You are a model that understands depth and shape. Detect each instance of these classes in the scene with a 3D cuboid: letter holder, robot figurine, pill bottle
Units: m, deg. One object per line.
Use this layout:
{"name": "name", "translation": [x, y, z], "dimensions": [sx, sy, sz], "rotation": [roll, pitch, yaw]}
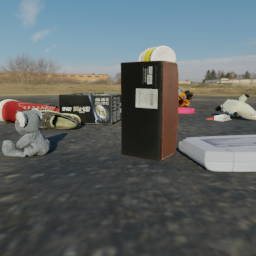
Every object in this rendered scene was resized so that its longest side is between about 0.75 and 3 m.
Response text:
{"name": "letter holder", "translation": [0.703, -0.489, 6.984], "dimensions": [1.111, 2.208, 1.570], "rotation": [6, 11, 33]}
{"name": "robot figurine", "translation": [2.739, -1.727, 16.899], "dimensions": [2.043, 0.820, 2.818], "rotation": [-19, -20, 32]}
{"name": "pill bottle", "translation": [1.215, -3.002, 12.435], "dimensions": [1.137, 1.137, 1.990], "rotation": [-3, 12, -16]}

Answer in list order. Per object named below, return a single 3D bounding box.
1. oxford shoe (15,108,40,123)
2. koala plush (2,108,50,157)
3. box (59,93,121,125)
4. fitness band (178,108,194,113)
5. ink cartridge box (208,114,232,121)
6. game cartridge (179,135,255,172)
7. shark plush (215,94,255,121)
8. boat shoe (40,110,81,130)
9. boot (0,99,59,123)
{"name": "oxford shoe", "translation": [-3.659, -0.453, 11.513], "dimensions": [1.981, 0.722, 0.706], "rotation": [0, 9, -1]}
{"name": "koala plush", "translation": [-2.416, 0.085, 6.878], "dimensions": [1.021, 1.111, 0.986], "rotation": [3, 9, 15]}
{"name": "box", "translation": [-1.495, -0.985, 13.110], "dimensions": [2.393, 1.259, 2.923], "rotation": [2, 9, 12]}
{"name": "fitness band", "translation": [3.250, -1.041, 16.737], "dimensions": [1.397, 0.261, 1.003], "rotation": [-1, 9, 1]}
{"name": "ink cartridge box", "translation": [4.380, -0.516, 13.448], "dimensions": [0.890, 0.223, 1.025], "rotation": [13, 15, 40]}
{"name": "game cartridge", "translation": [2.618, 0.522, 6.275], "dimensions": [2.531, 0.517, 1.685], "rotation": [-2, 6, -10]}
{"name": "shark plush", "translation": [5.158, -0.752, 13.859], "dimensions": [1.092, 1.191, 2.622], "rotation": [37, -19, -20]}
{"name": "boat shoe", "translation": [-2.802, -0.283, 10.486], "dimensions": [2.020, 0.722, 0.664], "rotation": [4, 4, -4]}
{"name": "boot", "translation": [-4.340, -0.748, 12.693], "dimensions": [2.042, 1.025, 2.831], "rotation": [3, 6, 13]}
